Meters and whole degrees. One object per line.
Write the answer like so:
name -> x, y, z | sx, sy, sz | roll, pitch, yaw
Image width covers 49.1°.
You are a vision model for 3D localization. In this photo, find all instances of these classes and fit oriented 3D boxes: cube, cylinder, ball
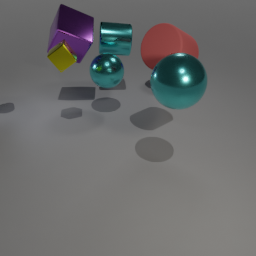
cube -> -2.228, -2.457, 9.539 | 0.700, 0.700, 0.700 | -33, 31, 11
cube -> -2.278, -3.700, 11.143 | 1.400, 1.400, 1.400 | 14, 60, -27
cylinder -> 1.332, -2.421, 8.834 | 1.400, 1.400, 1.400 | 21, 14, 31
ball -> -0.847, -2.298, 11.258 | 1.400, 1.400, 1.400 | 0, 31, 0
cylinder -> -0.591, -4.018, 12.670 | 1.400, 1.400, 1.400 | 2, 31, -8
ball -> 1.259, -1.158, 6.987 | 1.400, 1.400, 1.400 | 0, 31, 0
